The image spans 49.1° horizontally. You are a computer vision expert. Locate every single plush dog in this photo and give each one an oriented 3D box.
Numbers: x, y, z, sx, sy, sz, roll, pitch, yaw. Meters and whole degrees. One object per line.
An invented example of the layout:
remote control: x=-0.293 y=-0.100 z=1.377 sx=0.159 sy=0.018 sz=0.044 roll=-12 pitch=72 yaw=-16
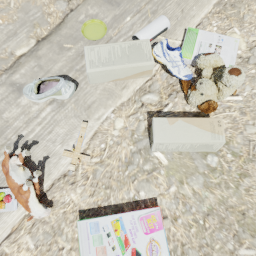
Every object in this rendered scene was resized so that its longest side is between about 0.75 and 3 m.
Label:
plush dog: x=3.352 y=-1.588 z=11.354 sx=2.108 sy=1.969 sz=2.454 roll=-35 pitch=43 yaw=3

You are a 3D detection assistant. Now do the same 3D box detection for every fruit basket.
fruit basket: x=-4.560 y=2.666 z=10.307 sx=0.911 sy=0.427 sz=0.844 roll=-4 pitch=69 yaw=-18

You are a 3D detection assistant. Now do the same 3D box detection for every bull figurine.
bull figurine: x=-3.671 y=1.920 z=9.948 sx=0.919 sy=1.714 sz=2.823 roll=-20 pitch=58 yaw=-46

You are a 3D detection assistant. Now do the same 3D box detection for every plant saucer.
plant saucer: x=-1.566 y=-4.528 z=13.019 sx=1.205 sy=0.187 sz=1.205 roll=0 pitch=69 yaw=0

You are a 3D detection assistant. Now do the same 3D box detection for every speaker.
speaker: x=1.053 y=-4.346 z=12.668 sx=1.750 sy=0.711 sz=0.711 roll=-39 pitch=74 yaw=-14

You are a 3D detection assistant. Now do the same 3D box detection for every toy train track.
toy train track: x=-1.928 y=0.681 z=10.860 sx=1.110 sy=0.315 sz=1.935 roll=12 pitch=77 yaw=6

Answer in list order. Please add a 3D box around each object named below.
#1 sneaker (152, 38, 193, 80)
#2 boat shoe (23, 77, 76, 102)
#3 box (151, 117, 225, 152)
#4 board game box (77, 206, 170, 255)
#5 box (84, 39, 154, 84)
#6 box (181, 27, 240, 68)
sneaker: x=1.929 y=-2.734 z=11.214 sx=1.981 sy=0.873 sz=0.746 roll=36 pitch=37 yaw=-10
boat shoe: x=-3.291 y=-1.612 z=11.133 sx=2.663 sy=0.854 sz=0.981 roll=5 pitch=69 yaw=33
box: x=2.201 y=0.272 z=10.698 sx=2.613 sy=1.241 sz=1.016 roll=1 pitch=69 yaw=-1
board game box: x=-0.136 y=4.091 z=9.604 sx=2.975 sy=0.600 sz=2.277 roll=-8 pitch=70 yaw=-3
box: x=-0.383 y=-2.806 z=11.894 sx=2.787 sy=1.083 sz=1.323 roll=-7 pitch=70 yaw=-2
box: x=3.618 y=-3.469 z=12.508 sx=2.417 sy=0.439 sz=1.745 roll=17 pitch=71 yaw=5
